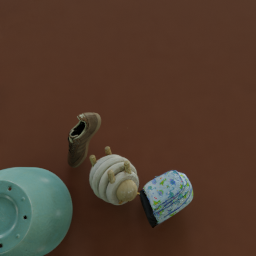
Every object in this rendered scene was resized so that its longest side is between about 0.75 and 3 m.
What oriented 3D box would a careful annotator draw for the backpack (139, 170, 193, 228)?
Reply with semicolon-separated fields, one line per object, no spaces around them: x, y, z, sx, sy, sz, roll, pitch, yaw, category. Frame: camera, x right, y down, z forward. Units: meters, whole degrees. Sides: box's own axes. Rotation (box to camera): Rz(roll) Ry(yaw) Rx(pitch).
1.032;1.763;7.409;1.399;1.076;1.141;-17;33;-4;backpack

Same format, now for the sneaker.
-1.443;0.326;7.851;0.653;0.700;1.853;45;117;37;sneaker

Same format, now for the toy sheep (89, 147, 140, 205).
-0.428;1.310;7.552;1.382;1.382;2.005;-38;38;-13;toy sheep

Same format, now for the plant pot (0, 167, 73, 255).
-2.756;2.073;6.799;2.465;1.978;2.465;0;75;0;plant pot
